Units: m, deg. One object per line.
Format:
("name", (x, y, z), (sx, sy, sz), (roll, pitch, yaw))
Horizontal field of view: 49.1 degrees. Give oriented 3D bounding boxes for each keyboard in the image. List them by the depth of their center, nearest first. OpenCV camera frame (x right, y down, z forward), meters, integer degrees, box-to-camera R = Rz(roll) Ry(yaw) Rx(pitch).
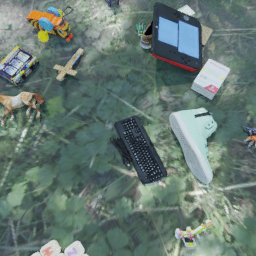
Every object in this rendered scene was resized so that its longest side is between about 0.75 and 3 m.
("keyboard", (0.315, 0.813, 10.701), (1.455, 0.554, 2.796), (-24, 68, -10))

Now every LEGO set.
("LEGO set", (2.278, 3.573, 9.364), (1.378, 0.634, 0.513), (-12, 35, -7))

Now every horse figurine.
("horse figurine", (-4.411, -0.952, 11.390), (2.221, 0.554, 1.472), (-16, 62, -3))

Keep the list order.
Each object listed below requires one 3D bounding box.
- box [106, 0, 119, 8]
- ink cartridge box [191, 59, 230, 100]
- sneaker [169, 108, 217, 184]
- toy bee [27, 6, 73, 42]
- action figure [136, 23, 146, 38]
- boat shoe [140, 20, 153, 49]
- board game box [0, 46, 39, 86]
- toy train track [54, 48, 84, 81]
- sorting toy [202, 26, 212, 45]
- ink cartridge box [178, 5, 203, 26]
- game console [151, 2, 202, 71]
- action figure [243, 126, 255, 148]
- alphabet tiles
("box", (-0.796, -6.468, 13.494), (0.503, 0.963, 0.713), (-25, 70, -10))
("ink cartridge box", (3.500, -2.070, 11.862), (1.025, 0.589, 1.413), (32, 71, 13))
("sneaker", (2.898, 0.520, 10.547), (1.706, 1.064, 2.892), (-16, 74, -18))
("toy bee", (-3.288, -4.515, 12.628), (1.782, 1.480, 2.722), (-45, 49, -8))
("action figure", (0.622, -4.539, 13.111), (0.482, 0.223, 0.815), (0, 71, -3))
("boat shoe", (1.431, -4.601, 12.787), (0.827, 0.828, 2.289), (33, 71, 13))
("board game box", (-4.841, -2.717, 12.234), (1.214, 0.416, 1.468), (31, 71, 14))
("toy train track", (-2.507, -2.750, 12.338), (1.098, 0.312, 1.915), (21, 63, 16))
("sorting toy", (3.200, -4.194, 12.995), (0.997, 0.179, 1.338), (28, 76, 10))
("ink cartridge box", (2.827, -5.184, 13.334), (0.931, 0.307, 1.279), (-33, 69, -13))
("game console", (2.128, -3.893, 11.980), (2.434, 0.427, 2.752), (15, 66, -24))
("action figure", (4.889, 0.314, 11.036), (0.924, 0.483, 0.894), (30, 61, 34))
("alphabet tiles", (-2.249, 5.060, 9.082), (2.490, 0.186, 2.546), (-34, 73, -14))
